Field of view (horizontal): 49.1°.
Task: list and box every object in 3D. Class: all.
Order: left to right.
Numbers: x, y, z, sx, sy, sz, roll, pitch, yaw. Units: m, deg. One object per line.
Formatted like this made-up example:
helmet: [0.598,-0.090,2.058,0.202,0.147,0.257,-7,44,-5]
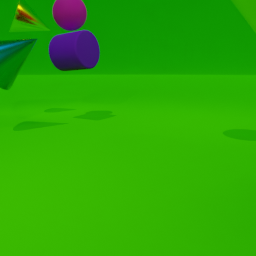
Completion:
cone: [-3.030,-2.001,7.471,1.451,1.446,1.446,-30,11,4]
cone: [-3.362,-3.738,9.924,1.263,1.258,1.258,18,3,-27]
ball: [-1.872,-3.700,9.017,1.090,1.090,1.090,0,12,0]
cylinder: [-1.698,-2.438,8.925,1.169,1.169,1.169,3,12,33]
cone: [2.716,-2.292,5.666,1.250,1.255,1.250,-16,33,11]
